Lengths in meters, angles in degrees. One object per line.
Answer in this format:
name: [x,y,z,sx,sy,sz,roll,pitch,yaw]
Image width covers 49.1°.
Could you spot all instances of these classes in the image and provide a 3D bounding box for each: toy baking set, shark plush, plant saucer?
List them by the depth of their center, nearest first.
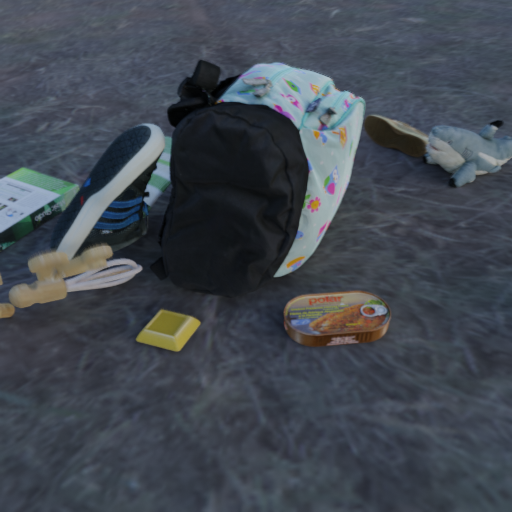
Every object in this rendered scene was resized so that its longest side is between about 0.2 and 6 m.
toy baking set: [-2.961,0.493,7.862,2.504,0.380,3.263,-17,-7,0]
plant saucer: [-1.308,1.059,8.315,0.729,0.177,0.729,10,34,19]
shark plush: [5.034,-2.340,12.076,2.901,1.208,1.318,-3,37,-3]

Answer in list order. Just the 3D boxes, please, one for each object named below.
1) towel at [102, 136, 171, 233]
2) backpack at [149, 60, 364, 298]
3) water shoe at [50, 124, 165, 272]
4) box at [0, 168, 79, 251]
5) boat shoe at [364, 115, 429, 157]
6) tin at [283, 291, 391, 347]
towel: [-2.190,-1.303,10.423,1.693,0.260,2.220,26,75,45]
backpack: [0.225,-1.546,9.625,2.727,3.595,4.308,25,37,6]
water shoe: [-2.016,-0.825,8.413,1.072,2.717,0.971,27,34,-36]
box: [-4.775,-0.948,10.918,1.587,0.399,2.198,18,42,23]
boat shoe: [3.378,-2.882,13.372,1.768,0.630,0.570,37,43,28]
tin: [1.212,0.939,8.453,1.611,0.337,0.902,-4,41,-5]
